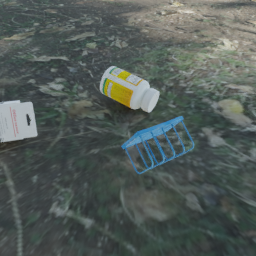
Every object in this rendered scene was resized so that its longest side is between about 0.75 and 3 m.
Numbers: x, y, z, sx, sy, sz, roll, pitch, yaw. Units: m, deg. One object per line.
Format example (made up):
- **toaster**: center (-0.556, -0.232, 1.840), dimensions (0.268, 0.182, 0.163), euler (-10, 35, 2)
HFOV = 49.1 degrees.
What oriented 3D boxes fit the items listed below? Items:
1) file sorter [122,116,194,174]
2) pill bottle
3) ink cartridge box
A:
- **file sorter**: center (0.662, 0.382, 5.995), dimensions (1.216, 0.844, 0.746), euler (-20, 77, -30)
- **pill bottle**: center (0.062, -1.106, 8.238), dimensions (1.612, 0.909, 0.909), euler (27, 45, 17)
- **ink cartridge box**: center (-3.152, -0.154, 7.000), dimensions (1.621, 0.939, 0.541), euler (-8, 13, -14)
